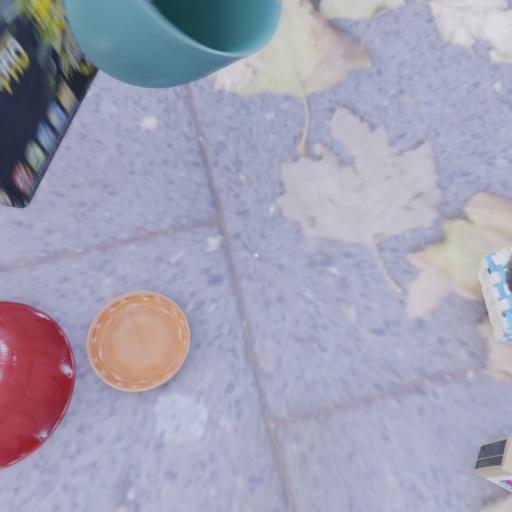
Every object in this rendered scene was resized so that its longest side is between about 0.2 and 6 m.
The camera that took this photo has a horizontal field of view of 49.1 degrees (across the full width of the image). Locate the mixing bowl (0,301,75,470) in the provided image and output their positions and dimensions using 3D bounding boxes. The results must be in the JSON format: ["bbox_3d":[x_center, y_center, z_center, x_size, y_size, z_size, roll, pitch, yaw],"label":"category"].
[{"bbox_3d":[-3.679,1.491,7.153,2.369,1.283,2.369,0,66,0],"label":"mixing bowl"}]

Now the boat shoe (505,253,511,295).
[{"bbox_3d":[3.135,-0.301,4.847,0.881,2.364,0.867,41,33,5],"label":"boat shoe"}]

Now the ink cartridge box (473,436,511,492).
[{"bbox_3d":[3.393,2.682,6.803,1.154,0.951,0.433,24,69,11],"label":"ink cartridge box"}]

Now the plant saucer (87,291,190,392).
[{"bbox_3d":[-1.623,1.195,7.821,1.423,0.266,1.423,0,66,1],"label":"plant saucer"}]

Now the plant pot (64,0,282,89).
[{"bbox_3d":[-1.132,-2.995,6.466,2.260,1.814,2.260,11,73,-39],"label":"plant pot"}]

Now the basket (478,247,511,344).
[{"bbox_3d":[4.073,0.479,7.576,1.806,1.256,1.593,-12,65,6],"label":"basket"}]

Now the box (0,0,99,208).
[{"bbox_3d":[-2.985,-2.300,6.587,0.679,2.227,2.763,10,67,23],"label":"box"}]
